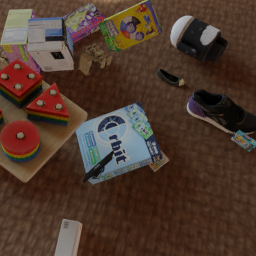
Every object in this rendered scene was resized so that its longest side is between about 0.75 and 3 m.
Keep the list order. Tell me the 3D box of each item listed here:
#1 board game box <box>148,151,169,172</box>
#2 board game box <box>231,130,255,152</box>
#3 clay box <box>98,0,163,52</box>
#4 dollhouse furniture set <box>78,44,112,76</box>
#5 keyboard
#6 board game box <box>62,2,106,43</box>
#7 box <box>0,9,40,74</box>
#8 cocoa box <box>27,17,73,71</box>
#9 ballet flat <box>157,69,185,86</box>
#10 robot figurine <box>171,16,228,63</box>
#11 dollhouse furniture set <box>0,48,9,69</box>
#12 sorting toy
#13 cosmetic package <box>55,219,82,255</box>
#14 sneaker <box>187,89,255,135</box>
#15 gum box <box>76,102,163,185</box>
[{"bbox_3d":[0.934,1.029,10.534,0.697,0.177,1.036,-36,71,-15],"label":"board game box"},{"bbox_3d":[4.372,0.491,10.533,0.820,0.619,0.192,38,71,16],"label":"board game box"},{"bbox_3d":[0.040,-3.194,8.934,1.873,1.076,0.446,-19,26,18],"label":"clay box"},{"bbox_3d":[-1.496,-2.912,12.143,1.042,0.790,1.188,43,51,17],"label":"dollhouse furniture set"},{"bbox_3d":[-0.873,1.287,8.507,0.271,1.369,0.712,42,28,-11],"label":"keyboard"},{"bbox_3d":[-2.338,-4.824,13.064,2.427,0.392,1.457,-34,75,-14],"label":"board game box"},{"bbox_3d":[-4.265,-3.498,11.554,0.981,1.785,2.029,-2,59,-1],"label":"box"},{"bbox_3d":[-3.056,-3.313,11.311,1.371,2.056,1.349,-3,81,0],"label":"cocoa box"},{"bbox_3d":[1.791,-2.125,11.837,1.265,0.359,0.420,25,68,11],"label":"ballet flat"},{"bbox_3d":[2.973,-3.757,11.982,2.384,1.791,1.487,33,106,13],"label":"robot figurine"},{"bbox_3d":[-5.120,-3.227,12.166,1.147,0.657,1.345,18,68,7],"label":"dollhouse furniture set"},{"bbox_3d":[-3.007,-0.437,7.977,2.767,0.969,2.784,36,58,4],"label":"sorting toy"},{"bbox_3d":[-1.956,4.079,8.794,0.559,0.911,2.208,9,67,1],"label":"cosmetic package"},{"bbox_3d":[3.716,-0.620,10.675,2.861,1.253,1.084,19,67,8],"label":"sneaker"},{"bbox_3d":[-0.394,0.510,10.214,2.680,0.597,2.277,-21,61,1],"label":"gum box"}]
